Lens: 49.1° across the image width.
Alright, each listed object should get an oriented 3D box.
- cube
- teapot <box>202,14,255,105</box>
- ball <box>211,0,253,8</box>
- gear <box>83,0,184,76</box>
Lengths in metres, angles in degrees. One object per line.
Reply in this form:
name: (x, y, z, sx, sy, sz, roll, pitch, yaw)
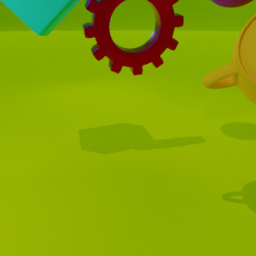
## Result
cube: (-1.548, -2.592, 4.863, 1.374, 1.374, 1.374, -45, 21, 5)
teapot: (1.699, -0.803, 2.856, 1.938, 1.205, 0.949, -21, -17, 32)
ball: (1.977, -2.901, 5.134, 1.283, 1.283, 1.283, 0, 21, 0)
gear: (0.099, -1.847, 5.022, 1.765, 1.765, 0.326, -5, 31, -12)
